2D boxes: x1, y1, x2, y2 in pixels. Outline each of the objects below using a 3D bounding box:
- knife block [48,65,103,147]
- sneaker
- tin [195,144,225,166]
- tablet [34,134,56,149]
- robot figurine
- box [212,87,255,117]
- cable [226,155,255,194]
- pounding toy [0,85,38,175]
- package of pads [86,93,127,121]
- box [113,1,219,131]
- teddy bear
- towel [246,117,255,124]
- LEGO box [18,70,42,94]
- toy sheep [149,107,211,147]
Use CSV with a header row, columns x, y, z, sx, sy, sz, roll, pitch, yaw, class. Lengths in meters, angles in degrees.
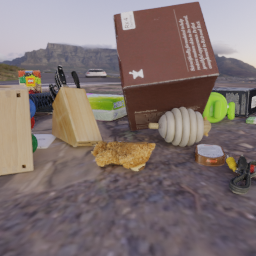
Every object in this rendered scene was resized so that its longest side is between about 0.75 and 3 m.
x,y,z,sx,sy,sz,roll,pitch,yaw,class
-1.663,-0.749,8.471,0.813,2.231,2.541,-1,11,-35,knife block
-3.997,-1.178,12.905,2.955,1.123,2.135,-11,2,-5,sneaker
2.009,0.639,6.882,0.696,0.260,1.244,7,13,11,tin
-2.745,0.384,8.414,0.983,0.103,1.512,-1,12,-3,tablet
3.600,-0.900,11.931,1.808,1.192,2.061,3,12,17,robot figurine
5.124,-1.329,13.745,2.043,1.269,2.059,9,15,37,box
2.302,0.965,5.520,0.732,0.379,1.506,20,29,12,cable
-2.932,-0.662,6.622,1.304,2.851,2.504,-5,12,-22,pounding toy
-1.415,-1.005,13.010,2.807,0.957,2.169,6,15,24,package of pads
1.017,-1.679,8.599,2.457,2.482,2.992,-7,-22,2,box
-0.113,0.609,6.455,1.840,0.614,1.334,0,2,42,teddy bear
5.665,-0.271,11.453,1.454,0.223,1.085,4,10,30,towel
-5.500,-2.219,15.968,1.094,2.111,2.835,-4,12,-17,LEGO box
1.466,-0.031,7.896,1.785,1.230,1.230,-4,12,-3,toy sheep
